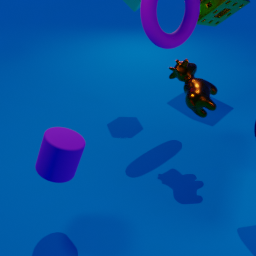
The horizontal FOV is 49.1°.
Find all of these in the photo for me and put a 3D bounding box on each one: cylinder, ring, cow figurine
[{"bbox_3d":[-1.188,0.465,4.919,0.718,0.718,0.718,19,24,-9],"label":"cylinder"},{"bbox_3d":[1.065,-2.888,6.818,1.868,1.868,0.374,-25,33,-30],"label":"ring"},{"bbox_3d":[1.412,-0.924,6.224,1.173,0.654,1.192,32,45,-14],"label":"cow figurine"}]

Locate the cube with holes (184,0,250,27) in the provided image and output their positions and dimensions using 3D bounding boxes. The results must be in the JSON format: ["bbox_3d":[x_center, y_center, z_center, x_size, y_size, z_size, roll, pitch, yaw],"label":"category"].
[{"bbox_3d":[2.757,-4.251,8.944,1.340,1.340,1.340,-14,81,-43],"label":"cube with holes"}]

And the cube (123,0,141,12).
[{"bbox_3d":[0.267,-3.911,7.889,0.719,0.719,0.719,44,62,-4],"label":"cube"}]

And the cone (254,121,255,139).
[{"bbox_3d":[3.382,-0.051,5.176,1.409,1.404,1.404,-20,40,-32],"label":"cone"}]
